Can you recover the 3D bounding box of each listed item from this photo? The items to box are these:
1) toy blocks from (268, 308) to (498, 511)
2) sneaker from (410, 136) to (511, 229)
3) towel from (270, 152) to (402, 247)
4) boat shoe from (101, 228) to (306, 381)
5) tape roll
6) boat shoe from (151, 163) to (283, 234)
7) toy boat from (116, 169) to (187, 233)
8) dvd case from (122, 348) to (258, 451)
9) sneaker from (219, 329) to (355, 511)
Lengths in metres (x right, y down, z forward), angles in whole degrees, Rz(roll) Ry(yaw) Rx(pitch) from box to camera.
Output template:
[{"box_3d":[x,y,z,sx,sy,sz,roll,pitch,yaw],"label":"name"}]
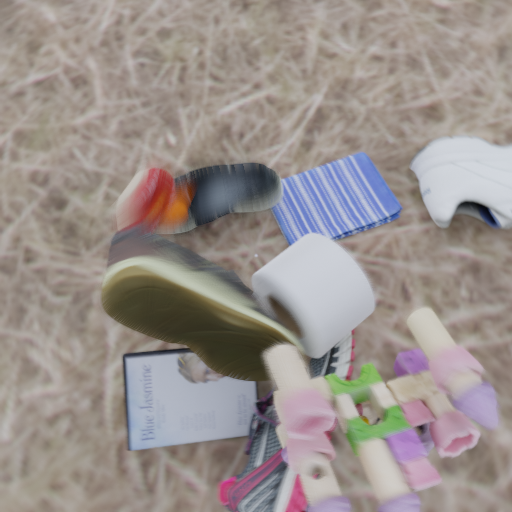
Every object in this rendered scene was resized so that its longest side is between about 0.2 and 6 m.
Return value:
[{"box_3d":[1.274,1.968,5.597,1.990,2.130,1.793,-14,46,-11],"label":"toy blocks"},{"box_3d":[4.264,-1.147,9.065,3.378,1.258,1.471,-5,71,6],"label":"sneaker"},{"box_3d":[1.255,-0.937,9.351,1.989,0.237,1.440,-20,64,-10],"label":"towel"},{"box_3d":[-0.442,0.576,6.243,1.051,2.941,0.966,-30,48,25],"label":"boat shoe"},{"box_3d":[0.689,0.494,6.982,0.900,1.311,1.311,-37,68,-20],"label":"tape roll"},{"box_3d":[-0.860,-0.948,8.751,2.513,0.833,0.939,-6,78,7],"label":"boat shoe"},{"box_3d":[-1.377,-0.673,7.846,0.837,0.836,1.281,9,37,6],"label":"toy boat"},{"box_3d":[-0.853,1.851,7.466,1.773,0.156,1.265,-3,92,-13],"label":"dvd case"},{"box_3d":[0.519,2.002,7.292,1.124,1.214,3.011,19,65,12],"label":"sneaker"}]
